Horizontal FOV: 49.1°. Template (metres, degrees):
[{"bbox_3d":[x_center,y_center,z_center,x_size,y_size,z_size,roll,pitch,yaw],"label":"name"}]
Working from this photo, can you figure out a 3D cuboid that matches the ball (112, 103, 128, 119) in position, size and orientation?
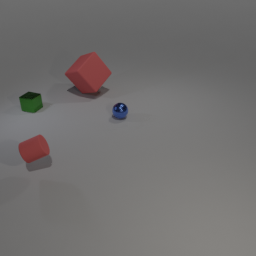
[{"bbox_3d":[-0.334,-0.750,12.123,0.700,0.700,0.700,0,31,0],"label":"ball"}]

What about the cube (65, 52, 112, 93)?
[{"bbox_3d":[-1.970,-2.705,13.886,1.400,1.400,1.400,5,53,52],"label":"cube"}]

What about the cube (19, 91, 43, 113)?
[{"bbox_3d":[-4.431,-1.181,12.832,0.700,0.700,0.700,12,33,17],"label":"cube"}]

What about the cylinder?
[{"bbox_3d":[-2.937,0.652,8.794,0.700,0.700,0.700,-23,33,2],"label":"cylinder"}]
